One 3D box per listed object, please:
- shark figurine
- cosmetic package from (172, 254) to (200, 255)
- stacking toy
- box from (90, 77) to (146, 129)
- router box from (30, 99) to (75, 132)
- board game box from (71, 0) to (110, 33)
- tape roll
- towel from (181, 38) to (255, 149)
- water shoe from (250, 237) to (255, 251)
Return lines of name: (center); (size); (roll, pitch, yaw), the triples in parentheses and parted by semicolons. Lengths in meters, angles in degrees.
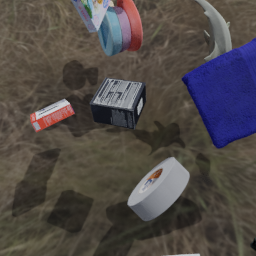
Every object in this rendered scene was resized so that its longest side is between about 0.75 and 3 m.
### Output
shark figurine: (1.907, -2.079, 6.584); (1.051, 2.517, 1.504); (-46, 34, -24)
cosmetic package: (0.668, 2.387, 4.917); (0.745, 0.987, 0.255); (10, 61, -31)
stacking toy: (-0.706, -3.443, 7.259); (1.237, 2.930, 2.652); (-17, 34, -15)
box: (-0.159, -0.494, 5.404); (0.845, 0.525, 0.852); (11, 48, 15)
router box: (-1.681, -0.301, 6.150); (0.873, 0.973, 0.238); (-28, 109, -13)
board game box: (-0.714, -2.485, 5.247); (0.195, 0.947, 0.949); (1, 58, 26)
tape roll: (0.601, 1.207, 5.638); (0.439, 1.328, 1.328); (44, 70, -3)
towel: (2.270, -0.748, 5.163); (2.182, 0.541, 1.611); (-27, 100, 5)
water shoe: (2.464, 2.553, 4.894); (0.533, 0.483, 1.351); (14, 31, 4)
